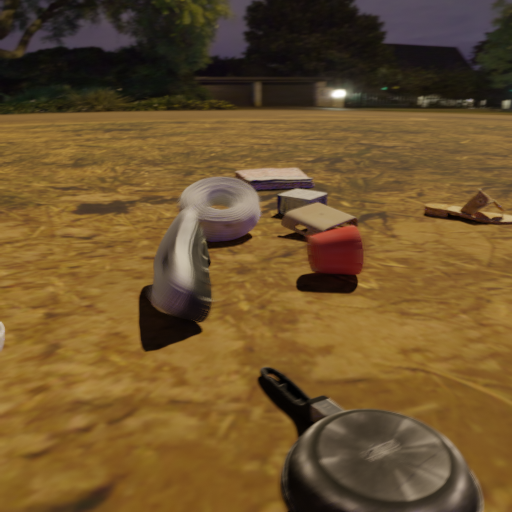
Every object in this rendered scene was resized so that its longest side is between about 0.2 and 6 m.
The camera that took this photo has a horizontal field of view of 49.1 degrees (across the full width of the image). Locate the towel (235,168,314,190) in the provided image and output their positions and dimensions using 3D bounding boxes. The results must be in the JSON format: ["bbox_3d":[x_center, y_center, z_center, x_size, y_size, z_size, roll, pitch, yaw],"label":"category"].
[{"bbox_3d":[0.573,-2.555,18.344,2.209,0.356,2.110,-4,19,-13],"label":"towel"}]

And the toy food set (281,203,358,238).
[{"bbox_3d":[1.481,-0.749,12.953,1.110,0.467,1.546,27,33,35],"label":"toy food set"}]

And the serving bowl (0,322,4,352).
[{"bbox_3d":[-3.895,1.247,6.763,1.630,0.536,1.630,0,19,0],"label":"serving bowl"}]

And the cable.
[{"bbox_3d":[-0.823,-1.075,12.705,1.830,0.634,1.830,1,42,-6],"label":"cable"}]

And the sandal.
[{"bbox_3d":[5.412,-1.315,14.013,2.294,0.754,0.841,9,20,24],"label":"sandal"}]

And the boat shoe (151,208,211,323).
[{"bbox_3d":[-1.147,0.140,9.140,0.776,0.940,2.740,32,24,-21],"label":"boat shoe"}]

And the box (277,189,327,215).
[{"bbox_3d":[1.189,-1.363,14.526,0.986,0.517,0.907,14,23,35],"label":"box"}]

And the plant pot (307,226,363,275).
[{"bbox_3d":[1.399,-0.064,10.153,0.822,0.929,0.929,-6,19,-8],"label":"plant pot"}]

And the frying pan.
[{"bbox_3d":[1.059,1.734,5.590,1.774,0.477,2.932,-1,22,-6],"label":"frying pan"}]
